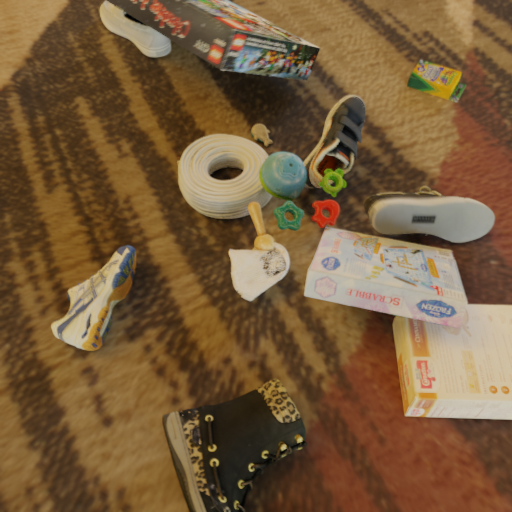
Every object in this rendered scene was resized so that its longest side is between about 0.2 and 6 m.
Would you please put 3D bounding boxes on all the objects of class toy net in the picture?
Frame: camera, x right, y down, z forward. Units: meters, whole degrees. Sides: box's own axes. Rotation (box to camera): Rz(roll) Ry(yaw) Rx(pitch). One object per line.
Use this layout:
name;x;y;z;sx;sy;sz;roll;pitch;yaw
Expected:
toy net;0.496;-0.480;10.234;1.630;0.600;3.106;25;70;-8

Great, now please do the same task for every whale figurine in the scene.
whale figurine;0.115;-2.623;12.301;0.434;0.283;0.545;-36;85;-27

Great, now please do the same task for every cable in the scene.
cable;-0.593;-1.632;11.255;1.948;0.674;1.948;-9;54;-6

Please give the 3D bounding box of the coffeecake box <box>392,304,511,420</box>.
coffeecake box;3.356;1.631;8.769;2.142;0.782;1.644;2;53;1

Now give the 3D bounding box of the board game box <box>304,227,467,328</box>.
board game box;2.115;0.256;9.249;2.332;0.481;2.338;12;21;10

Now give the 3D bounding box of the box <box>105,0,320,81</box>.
box;-1.148;-5.469;12.995;4.509;0.850;3.079;38;31;27

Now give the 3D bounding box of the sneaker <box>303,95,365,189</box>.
sneaker;1.690;-2.234;11.132;2.103;0.825;0.835;-61;26;-2

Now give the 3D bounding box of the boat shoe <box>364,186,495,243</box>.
boat shoe;3.222;-0.806;10.549;2.429;0.897;0.830;-2;32;-7

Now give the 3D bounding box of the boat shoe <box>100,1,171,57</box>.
boat shoe;-3.188;-6.103;14.384;0.999;0.951;2.776;-27;56;-21

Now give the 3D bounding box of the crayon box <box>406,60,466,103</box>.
crayon box;4.348;-4.184;13.382;1.244;0.321;0.782;24;57;16

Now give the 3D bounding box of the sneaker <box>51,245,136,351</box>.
sneaker;-2.754;0.581;9.569;0.901;0.770;2.045;14;54;10

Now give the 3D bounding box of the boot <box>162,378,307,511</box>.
boot;-0.056;2.998;7.698;1.905;0.911;2.523;-19;56;-16
